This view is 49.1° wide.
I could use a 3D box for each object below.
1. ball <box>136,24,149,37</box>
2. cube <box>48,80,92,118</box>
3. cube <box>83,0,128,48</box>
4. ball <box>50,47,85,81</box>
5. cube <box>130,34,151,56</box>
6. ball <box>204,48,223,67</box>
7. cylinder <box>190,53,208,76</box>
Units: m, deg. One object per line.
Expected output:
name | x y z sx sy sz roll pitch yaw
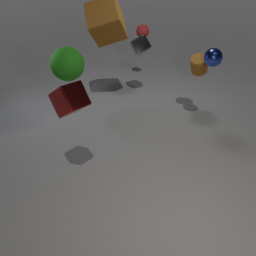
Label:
ball | 0.798 -5.246 15.181 0.700 0.700 0.700 0 32 0
cube | -1.532 -0.754 7.390 0.700 0.700 0.700 -19 7 46
cube | -0.938 -4.593 12.068 1.400 1.400 1.400 -14 71 10
ball | -2.502 -2.641 11.581 1.400 1.400 1.400 0 32 0
cube | 0.592 -3.951 13.332 0.700 0.700 0.700 -31 10 -3
ball | 3.230 -2.673 10.615 0.700 0.700 0.700 0 32 0
cylinder | 2.990 -2.665 11.782 0.700 0.700 0.700 -9 53 12
